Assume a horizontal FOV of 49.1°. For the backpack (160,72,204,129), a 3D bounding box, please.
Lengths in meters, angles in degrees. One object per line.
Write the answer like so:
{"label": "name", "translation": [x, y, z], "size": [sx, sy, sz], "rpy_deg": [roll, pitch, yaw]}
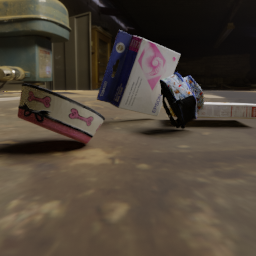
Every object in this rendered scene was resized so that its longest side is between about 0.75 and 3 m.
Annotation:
{"label": "backpack", "translation": [1.235, -0.753, 6.583], "size": [0.890, 1.156, 1.101], "rpy_deg": [-29, 59, -7]}

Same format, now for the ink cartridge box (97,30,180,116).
{"label": "ink cartridge box", "translation": [0.345, -1.470, 8.037], "size": [2.052, 2.015, 0.444], "rpy_deg": [9, 17, -35]}

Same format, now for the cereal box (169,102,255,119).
{"label": "cereal box", "translation": [2.288, -0.507, 7.843], "size": [2.148, 0.424, 1.545], "rpy_deg": [1, 5, 2]}

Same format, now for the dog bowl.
{"label": "dog bowl", "translation": [-1.213, -0.199, 4.927], "size": [1.535, 0.566, 1.535], "rpy_deg": [20, -7, 3]}
